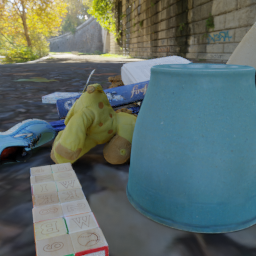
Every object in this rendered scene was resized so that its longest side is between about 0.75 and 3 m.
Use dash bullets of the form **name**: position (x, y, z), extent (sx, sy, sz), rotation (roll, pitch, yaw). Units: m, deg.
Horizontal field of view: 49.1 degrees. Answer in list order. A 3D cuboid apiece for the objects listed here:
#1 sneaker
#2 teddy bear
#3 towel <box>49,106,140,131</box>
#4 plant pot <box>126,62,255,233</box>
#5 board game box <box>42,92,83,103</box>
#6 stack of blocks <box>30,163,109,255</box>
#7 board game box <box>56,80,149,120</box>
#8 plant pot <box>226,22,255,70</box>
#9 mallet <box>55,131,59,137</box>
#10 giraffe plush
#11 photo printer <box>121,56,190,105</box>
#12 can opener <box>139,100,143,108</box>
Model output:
- **sneaker**: position (-2.035, 0.371, 5.395), extent (0.786, 0.685, 1.747), rotation (30, 30, 23)
- **teddy bear**: position (0.151, -1.428, 11.433), extent (2.628, 0.877, 1.905), rotation (22, 33, 36)
- **towel**: position (-0.676, -0.267, 7.549), extent (1.890, 0.311, 2.611), rotation (-4, 8, 42)
- **plant pot**: position (0.958, 0.054, 3.896), extent (1.970, 1.851, 1.970), rotation (0, 15, 0)
- **board game box**: position (-2.604, -1.226, 11.380), extent (1.268, 0.276, 1.275), rotation (4, 16, 12)
- **stack of blocks**: position (-0.572, 0.977, 2.441), extent (0.432, 0.850, 1.477), rotation (-6, 17, -19)
- **board game box**: position (-0.626, -0.750, 7.749), extent (2.623, 0.454, 1.777), rotation (-14, 3, -14)
- **plant pot**: position (4.585, -2.220, 9.627), extent (2.473, 2.640, 2.473), rotation (14, 20, -5)
- **mallet**: position (-2.569, 0.210, 6.179), extent (2.046, 0.421, 0.674), rotation (-1, 15, -18)
- **giraffe plush**: position (-0.396, 0.059, 5.145), extent (1.443, 1.779, 1.535), rotation (28, 2, -16)
- **photo printer**: position (1.355, -1.763, 10.145), extent (2.711, 0.941, 2.256), rotation (-13, 38, -15)
- **can opener**: position (0.843, -0.054, 6.478), extent (0.912, 0.735, 2.319), rotation (1, 23, -10)
